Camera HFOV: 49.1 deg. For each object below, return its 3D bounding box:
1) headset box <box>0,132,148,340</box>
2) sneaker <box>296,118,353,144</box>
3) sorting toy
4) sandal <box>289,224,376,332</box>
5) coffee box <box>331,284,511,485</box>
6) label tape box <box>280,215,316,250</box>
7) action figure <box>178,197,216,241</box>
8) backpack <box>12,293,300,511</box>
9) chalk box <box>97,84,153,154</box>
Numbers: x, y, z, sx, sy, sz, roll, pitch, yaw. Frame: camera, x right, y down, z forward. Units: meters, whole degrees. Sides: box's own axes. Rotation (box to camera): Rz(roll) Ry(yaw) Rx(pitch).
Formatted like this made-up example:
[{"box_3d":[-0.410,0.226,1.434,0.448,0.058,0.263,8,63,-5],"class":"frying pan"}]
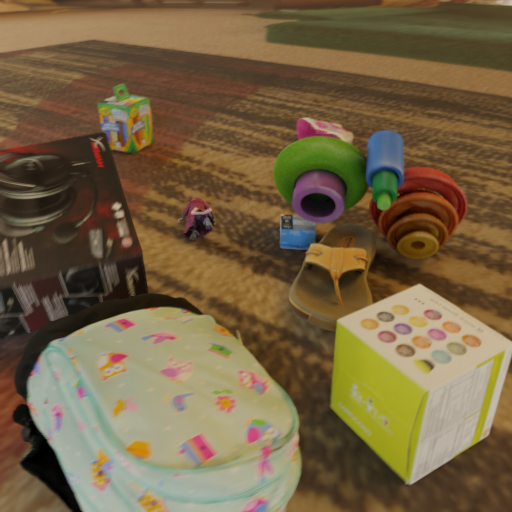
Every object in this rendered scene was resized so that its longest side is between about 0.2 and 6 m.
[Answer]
[{"box_3d":[-3.288,-0.216,7.515,3.172,1.225,2.360,-13,56,-15],"class":"headset box"},{"box_3d":[1.683,-2.949,13.728,0.720,0.664,1.632,-24,47,-37],"class":"sneaker"},{"box_3d":[1.786,-0.815,8.795,3.196,1.920,1.312,12,53,0],"class":"sorting toy"},{"box_3d":[1.228,0.097,8.293,1.191,0.801,2.966,9,32,15],"class":"sandal"},{"box_3d":[1.647,1.275,5.827,1.243,1.257,1.255,-18,35,-28],"class":"coffee box"},{"box_3d":[0.720,-0.416,9.686,0.605,0.279,0.844,3,28,1],"class":"label tape box"},{"box_3d":[-1.086,-0.772,9.909,0.686,0.762,1.024,-9,45,-3],"class":"action figure"},{"box_3d":[-0.839,1.520,4.993,2.255,1.711,2.702,-15,37,-30],"class":"backpack"},{"box_3d":[-3.141,-3.350,13.507,0.915,1.476,0.922,13,33,20],"class":"chalk box"}]
